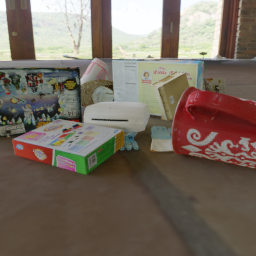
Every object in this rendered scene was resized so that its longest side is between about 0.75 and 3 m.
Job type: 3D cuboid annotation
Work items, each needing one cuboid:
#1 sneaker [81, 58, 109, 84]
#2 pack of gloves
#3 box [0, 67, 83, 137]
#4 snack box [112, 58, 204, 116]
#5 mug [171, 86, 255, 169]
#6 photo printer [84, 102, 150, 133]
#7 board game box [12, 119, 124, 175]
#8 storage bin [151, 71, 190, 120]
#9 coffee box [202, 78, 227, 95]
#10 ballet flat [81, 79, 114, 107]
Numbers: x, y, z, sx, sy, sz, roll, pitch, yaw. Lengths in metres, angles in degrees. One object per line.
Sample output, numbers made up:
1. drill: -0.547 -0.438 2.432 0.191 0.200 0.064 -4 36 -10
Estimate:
1. sneaker: -1.520 -1.854 12.193 1.038 1.441 2.757 28 -11 0
2. pack of gloves: 0.411 0.123 6.881 1.439 0.338 1.713 -3 17 4
3. box: -2.471 -0.673 7.206 2.534 1.735 0.505 -3 19 -9
4. snack box: 0.863 -1.290 8.885 2.932 1.703 0.544 11 24 30
5. mug: 2.017 0.100 5.255 2.179 1.454 1.934 14 13 28
6. photo printer: -0.250 -0.322 7.410 1.612 0.673 1.937 2 9 7
7. board game box: -1.245 0.309 6.046 1.898 0.383 1.452 10 24 28
8. storage bin: 1.147 -0.822 7.217 0.964 0.971 0.455 -30 25 -22
9. coffee box: 2.655 -1.458 10.918 1.966 0.784 1.124 -6 1 -16
10. ballet flat: -0.613 -1.296 10.498 2.959 1.043 0.966 -15 27 -38
